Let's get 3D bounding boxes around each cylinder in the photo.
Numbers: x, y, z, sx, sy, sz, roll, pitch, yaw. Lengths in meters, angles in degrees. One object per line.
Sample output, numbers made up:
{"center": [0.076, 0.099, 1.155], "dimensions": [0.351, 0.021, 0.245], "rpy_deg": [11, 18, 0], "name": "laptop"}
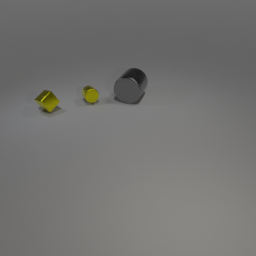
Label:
{"center": [0.159, -2.142, 14.121], "dimensions": [1.400, 1.400, 1.400], "rpy_deg": [9, 33, 15], "name": "cylinder"}
{"center": [-1.864, -1.684, 13.853], "dimensions": [0.700, 0.700, 0.700], "rpy_deg": [-12, 25, -18], "name": "cylinder"}

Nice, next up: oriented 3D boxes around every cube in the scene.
{"center": [-3.760, -1.266, 13.039], "dimensions": [0.700, 0.700, 0.700], "rpy_deg": [15, 58, 46], "name": "cube"}
